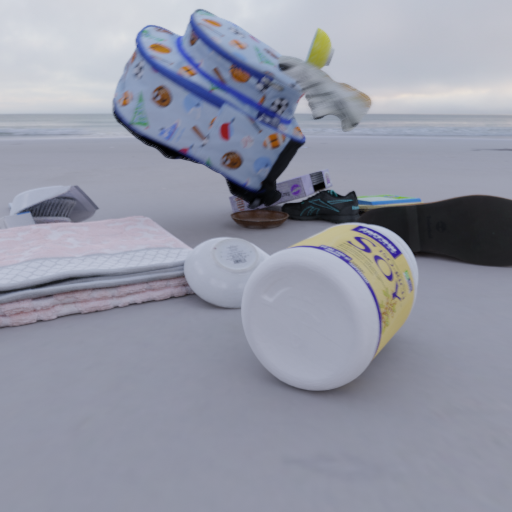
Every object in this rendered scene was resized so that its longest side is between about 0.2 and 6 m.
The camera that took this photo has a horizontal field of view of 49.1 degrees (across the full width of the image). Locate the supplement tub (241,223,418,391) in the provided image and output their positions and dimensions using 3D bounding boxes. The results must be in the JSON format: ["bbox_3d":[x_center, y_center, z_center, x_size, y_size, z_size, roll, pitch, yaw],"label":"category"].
[{"bbox_3d":[0.886,0.426,5.988,1.415,1.415,1.947,9,18,29],"label":"supplement tub"}]

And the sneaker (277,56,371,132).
[{"bbox_3d":[1.017,-2.678,9.301,1.721,0.754,0.651,32,21,4],"label":"sneaker"}]

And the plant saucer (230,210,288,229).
[{"bbox_3d":[0.077,-0.828,12.861,1.337,0.245,1.337,-1,15,0],"label":"plant saucer"}]

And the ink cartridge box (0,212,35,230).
[{"bbox_3d":[-4.765,-0.467,10.630,0.917,0.387,0.669,-22,4,26],"label":"ink cartridge box"}]

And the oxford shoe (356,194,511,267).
[{"bbox_3d":[3.618,-0.546,10.139,3.406,1.215,1.214,6,12,25],"label":"oxford shoe"}]

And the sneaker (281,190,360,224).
[{"bbox_3d":[1.529,-1.216,13.316,1.947,0.772,0.734,5,17,24],"label":"sneaker"}]

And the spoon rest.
[{"bbox_3d":[0.216,0.154,8.231,2.576,0.781,1.280,-9,48,-19],"label":"spoon rest"}]

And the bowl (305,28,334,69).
[{"bbox_3d":[1.239,-3.890,10.781,0.452,0.840,0.840,18,15,-5],"label":"bowl"}]

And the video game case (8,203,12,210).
[{"bbox_3d":[-5.761,-1.300,14.765,1.322,0.146,1.204,-8,17,-27],"label":"video game case"}]

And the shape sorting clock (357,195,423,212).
[{"bbox_3d":[3.113,-1.262,14.086,2.105,0.413,2.105,-1,12,0],"label":"shape sorting clock"}]

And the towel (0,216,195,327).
[{"bbox_3d":[-3.000,0.055,8.918,3.929,0.633,3.753,-8,17,-30],"label":"towel"}]

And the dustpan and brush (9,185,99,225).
[{"bbox_3d":[-4.797,-0.808,11.705,2.604,0.745,1.818,-3,-12,-1],"label":"dustpan and brush"}]

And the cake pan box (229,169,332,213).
[{"bbox_3d":[0.687,-1.625,14.143,2.148,0.562,1.979,-12,10,30],"label":"cake pan box"}]

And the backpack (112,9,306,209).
[{"bbox_3d":[-0.928,-3.176,11.319,3.614,2.923,3.795,15,26,-19],"label":"backpack"}]
